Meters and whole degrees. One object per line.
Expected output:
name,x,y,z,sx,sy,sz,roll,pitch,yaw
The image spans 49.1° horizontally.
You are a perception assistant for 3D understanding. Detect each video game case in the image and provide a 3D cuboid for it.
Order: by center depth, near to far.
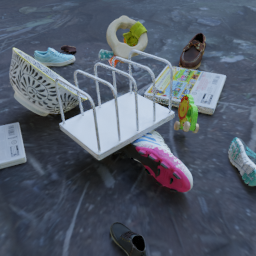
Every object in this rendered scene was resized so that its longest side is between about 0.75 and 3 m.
video game case,-4.323,0.668,7.938,2.561,0.231,1.834,-14,39,-18
video game case,2.316,-1.603,11.010,2.575,0.324,2.829,15,39,19

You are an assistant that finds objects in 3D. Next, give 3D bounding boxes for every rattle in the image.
rattle,-0.379,-2.773,10.284,1.712,1.560,2.396,-16,48,57

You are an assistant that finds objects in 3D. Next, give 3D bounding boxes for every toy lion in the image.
toy lion,1.772,-0.452,8.387,0.404,1.127,1.176,9,1,-12

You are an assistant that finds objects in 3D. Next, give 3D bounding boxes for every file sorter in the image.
file sorter,-0.323,-0.786,7.326,2.644,1.646,1.834,-29,41,-31

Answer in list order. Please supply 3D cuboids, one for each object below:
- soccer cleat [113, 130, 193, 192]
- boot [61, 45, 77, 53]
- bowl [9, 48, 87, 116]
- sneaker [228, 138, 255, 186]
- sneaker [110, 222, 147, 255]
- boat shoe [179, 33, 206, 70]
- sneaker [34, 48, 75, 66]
soccer cleat,0.701,0.575,7.389,1.210,0.979,2.803,-34,47,-32
boot,-3.042,-4.019,14.362,0.783,0.283,0.651,-6,35,-14
bowl,-2.863,-1.256,9.279,2.806,1.317,2.806,35,4,-3
sneaker,3.252,0.901,7.436,0.744,0.632,1.630,8,39,-14
sneaker,0.026,2.155,5.570,0.415,0.589,1.110,-24,42,-30
boat shoe,3.101,-3.698,13.329,1.009,1.008,2.867,12,39,16
sneaker,-3.419,-3.330,12.999,1.873,0.768,0.692,-7,38,-9
